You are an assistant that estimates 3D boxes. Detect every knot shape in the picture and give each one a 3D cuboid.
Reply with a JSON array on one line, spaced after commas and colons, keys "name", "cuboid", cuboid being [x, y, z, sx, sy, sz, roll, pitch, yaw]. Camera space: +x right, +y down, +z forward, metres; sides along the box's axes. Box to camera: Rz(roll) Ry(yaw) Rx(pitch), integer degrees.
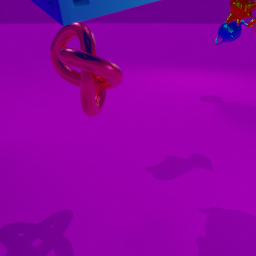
[{"name": "knot shape", "cuboid": [-0.537, -0.765, 3.667, 0.595, 1.287, 1.205, -31, 16, -15]}]

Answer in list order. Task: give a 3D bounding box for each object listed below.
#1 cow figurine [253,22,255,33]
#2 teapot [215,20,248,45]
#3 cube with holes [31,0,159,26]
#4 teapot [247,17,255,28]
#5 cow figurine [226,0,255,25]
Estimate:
[{"name": "cow figurine", "cuboid": [1.988, -1.474, 3.454, 0.947, 0.932, 0.520, 22, 44, -10]}, {"name": "teapot", "cuboid": [3.673, -3.412, 9.914, 0.840, 0.661, 1.351, 5, -27, -44]}, {"name": "cube with holes", "cuboid": [-0.393, -1.847, 2.561, 1.193, 1.193, 1.193, -25, 46, -22]}, {"name": "teapot", "cuboid": [2.420, -1.929, 3.932, 0.757, 0.961, 1.545, -46, 11, -34]}, {"name": "cow figurine", "cuboid": [2.053, -2.798, 5.612, 1.272, 1.252, 0.698, 9, -23, -44]}]
